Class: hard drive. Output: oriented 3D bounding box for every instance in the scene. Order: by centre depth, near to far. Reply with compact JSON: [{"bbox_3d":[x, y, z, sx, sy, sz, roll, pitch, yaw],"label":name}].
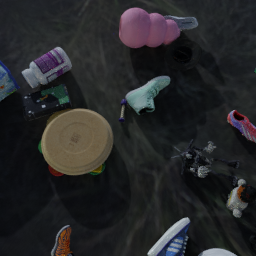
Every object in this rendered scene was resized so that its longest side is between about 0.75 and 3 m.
[{"bbox_3d":[-3.431,-1.104,11.775,1.935,0.366,1.352,-20,49,-9],"label":"hard drive"}]

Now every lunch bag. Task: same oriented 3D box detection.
[{"bbox_3d":[-6.533,-2.198,11.669,2.494,1.869,2.933,-42,81,-18],"label":"lunch bag"}]

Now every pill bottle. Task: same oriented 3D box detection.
[{"bbox_3d":[-3.565,-2.606,12.284,1.970,1.106,1.106,-36,69,-16],"label":"pill bottle"}]

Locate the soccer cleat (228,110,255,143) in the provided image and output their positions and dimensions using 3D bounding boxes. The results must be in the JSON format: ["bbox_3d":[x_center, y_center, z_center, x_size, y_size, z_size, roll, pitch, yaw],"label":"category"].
[{"bbox_3d":[4.795,-0.048,11.274,0.573,0.657,1.719,-42,70,-18],"label":"soccer cleat"}]

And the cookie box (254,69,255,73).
[{"bbox_3d":[6.269,-2.597,12.703,0.651,0.286,0.762,-37,62,-17],"label":"cookie box"}]

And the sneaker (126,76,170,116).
[{"bbox_3d":[1.075,-1.303,11.819,2.077,0.764,1.225,-29,61,-3],"label":"sneaker"}]

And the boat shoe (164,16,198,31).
[{"bbox_3d":[2.423,-5.046,13.756,2.029,0.677,0.746,14,102,26],"label":"boat shoe"}]

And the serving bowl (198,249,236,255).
[{"bbox_3d":[3.007,4.915,8.818,2.083,0.685,2.083,0,65,0],"label":"serving bowl"}]

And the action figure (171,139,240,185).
[{"bbox_3d":[2.869,1.217,10.363,2.406,1.228,1.430,17,76,6],"label":"action figure"}]

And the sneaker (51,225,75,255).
[{"bbox_3d":[-1.975,3.858,9.084,0.760,1.357,0.526,33,24,31],"label":"sneaker"}]

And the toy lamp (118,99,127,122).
[{"bbox_3d":[-0.207,-0.752,11.831,0.296,0.296,1.015,4,65,2],"label":"toy lamp"}]

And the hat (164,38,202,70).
[{"bbox_3d":[2.517,-3.215,12.830,1.747,0.705,1.747,-3,67,7],"label":"hat"}]

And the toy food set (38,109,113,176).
[{"bbox_3d":[-2.021,0.539,10.959,2.888,0.703,2.859,9,64,4],"label":"toy food set"}]

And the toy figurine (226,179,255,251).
[{"bbox_3d":[4.896,2.651,9.275,2.667,1.855,2.625,-22,66,-10],"label":"toy figurine"}]

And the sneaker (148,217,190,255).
[{"bbox_3d":[1.726,4.085,9.250,1.895,0.763,1.388,-38,78,-20],"label":"sneaker"}]

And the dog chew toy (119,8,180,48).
[{"bbox_3d":[1.031,-4.545,12.991,2.806,1.747,1.747,4,64,-8],"label":"dog chew toy"}]
